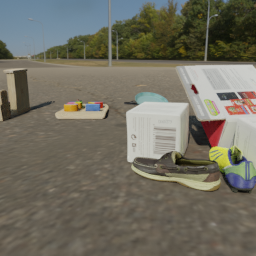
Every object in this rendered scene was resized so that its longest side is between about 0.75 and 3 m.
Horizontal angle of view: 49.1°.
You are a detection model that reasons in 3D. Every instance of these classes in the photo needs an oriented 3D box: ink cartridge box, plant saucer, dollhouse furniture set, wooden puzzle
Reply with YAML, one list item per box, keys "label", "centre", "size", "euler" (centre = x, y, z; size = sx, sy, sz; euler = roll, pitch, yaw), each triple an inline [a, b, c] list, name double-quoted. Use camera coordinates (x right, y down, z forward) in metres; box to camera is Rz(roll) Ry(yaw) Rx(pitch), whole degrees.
- label: "ink cartridge box"
  centre: [2.648, -0.619, 7.648]
  size: [2.441, 1.166, 2.781]
  euler: [-1, 38, -3]
- label: "plant saucer"
  centre: [1.044, -1.146, 12.450]
  size: [1.519, 0.208, 1.519]
  euler: [8, 33, -5]
- label: "ink cartridge box"
  centre: [3.391, 0.596, 5.142]
  size: [1.879, 1.085, 2.573]
  euler: [-1, 15, -4]
- label: "dollhouse furniture set"
  centre: [-5.765, -1.451, 11.359]
  size: [2.722, 1.776, 2.570]
  euler: [1, 15, 7]
- label: "wooden puzzle"
  centre: [-1.808, -0.816, 11.492]
  size: [1.919, 0.480, 2.072]
  euler: [0, 15, 0]

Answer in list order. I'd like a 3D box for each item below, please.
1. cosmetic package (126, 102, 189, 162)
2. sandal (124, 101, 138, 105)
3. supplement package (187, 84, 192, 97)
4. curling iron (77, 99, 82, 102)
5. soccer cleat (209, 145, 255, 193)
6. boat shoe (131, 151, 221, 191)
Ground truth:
- label: "cosmetic package"
  centre: [0.767, 0.080, 6.776]
  size: [1.221, 1.220, 1.480]
  euler: [4, 15, 18]
- label: "sandal"
  centre: [0.191, -1.235, 13.617]
  size: [0.800, 0.171, 0.304]
  euler: [3, 16, 11]
- label: "supplement package"
  centre: [4.058, -2.139, 15.263]
  size: [1.053, 1.045, 1.387]
  euler: [-6, 16, -20]
- label: "curling iron"
  centre: [-2.401, -1.324, 14.042]
  size: [0.233, 0.120, 0.941]
  euler: [-4, 16, -16]
- label: "soccer cleat"
  centre: [2.099, 0.634, 5.652]
  size: [0.576, 0.745, 1.780]
  euler: [0, 15, 0]
- label: "boat shoe"
  centre: [0.921, 0.737, 5.568]
  size: [1.822, 0.590, 0.667]
  euler: [7, 17, 25]
